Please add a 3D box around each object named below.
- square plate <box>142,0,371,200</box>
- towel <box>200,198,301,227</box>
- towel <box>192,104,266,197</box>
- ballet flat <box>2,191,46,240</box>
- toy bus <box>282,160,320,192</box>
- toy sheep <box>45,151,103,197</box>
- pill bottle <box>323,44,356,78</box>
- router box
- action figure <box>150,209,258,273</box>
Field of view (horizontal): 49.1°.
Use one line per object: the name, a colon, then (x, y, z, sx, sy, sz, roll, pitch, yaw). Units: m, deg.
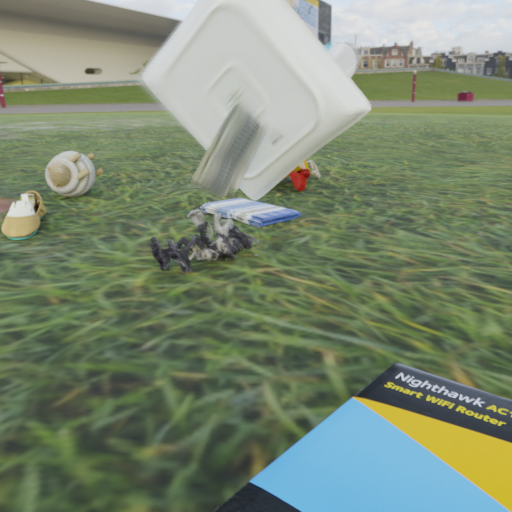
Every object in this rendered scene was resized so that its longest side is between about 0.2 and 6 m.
square plate: (-0.221, -2.702, 9.323, 3.158, 3.128, 0.449, -34, 11, 45)
towel: (-0.117, -0.858, 10.885, 1.643, 0.196, 1.207, 17, 22, 38)
towel: (-0.348, -1.508, 8.348, 0.222, 1.286, 1.238, 33, 6, 17)
ballet flat: (-4.155, -0.775, 9.971, 0.624, 0.573, 1.818, -4, 18, -13)
toy bus: (0.384, -2.462, 13.985, 1.297, 2.510, 2.368, -26, 17, 21)
toy sheep: (-4.122, -1.851, 12.629, 1.121, 1.121, 1.627, 3, 6, 10)
pill bottle: (1.126, -3.316, 9.724, 0.620, 0.620, 1.120, -14, 20, -38)
router box: (1.376, 1.536, 2.344, 2.839, 0.725, 2.118, 14, 22, 37)
action figure: (-0.666, -0.267, 8.041, 1.566, 0.799, 0.931, -18, 14, -41)
